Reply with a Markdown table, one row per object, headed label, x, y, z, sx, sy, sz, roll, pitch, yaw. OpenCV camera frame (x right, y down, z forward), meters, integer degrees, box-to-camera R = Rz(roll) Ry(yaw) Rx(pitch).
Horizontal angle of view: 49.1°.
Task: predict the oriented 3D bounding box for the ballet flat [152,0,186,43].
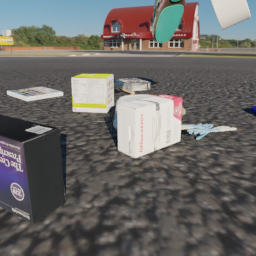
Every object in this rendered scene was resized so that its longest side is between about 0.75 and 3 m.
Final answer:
| label | x | y | z | sx | sy | sz | roll | pitch | yaw |
| --- | --- | --- | --- | --- | --- | --- | --- | --- | --- |
| ballet flat | 0.976 | -3.113 | 6.646 | 0.778 | 2.250 | 0.801 | -16 | 63 | -18 |

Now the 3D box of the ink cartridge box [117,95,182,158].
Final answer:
| label | x | y | z | sx | sy | sz | roll | pitch | yaw |
| --- | --- | --- | --- | --- | --- | --- | --- | --- | --- |
| ink cartridge box | 0.571 | -0.098 | 7.152 | 1.701 | 1.231 | 0.717 | -16 | 24 | -40 |

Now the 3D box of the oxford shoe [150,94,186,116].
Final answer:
| label | x | y | z | sx | sy | sz | roll | pitch | yaw |
| --- | --- | --- | --- | --- | --- | --- | --- | --- | --- |
| oxford shoe | 1.241 | -0.731 | 10.413 | 0.830 | 0.782 | 2.220 | 24 | 2 | -28 |

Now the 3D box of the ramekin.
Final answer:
| label | x | y | z | sx | sy | sz | roll | pitch | yaw |
| --- | --- | --- | --- | --- | --- | --- | --- | --- | --- |
| ramekin | 0.412 | -0.502 | 8.969 | 1.758 | 0.923 | 1.758 | 0 | 18 | 0 |

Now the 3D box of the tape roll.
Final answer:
| label | x | y | z | sx | sy | sz | roll | pitch | yaw |
| --- | --- | --- | --- | --- | --- | --- | --- | --- | --- |
| tape roll | 3.085 | -3.749 | 8.482 | 0.864 | 1.259 | 1.259 | -20 | 7 | 28 |

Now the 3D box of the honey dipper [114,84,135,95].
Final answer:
| label | x | y | z | sx | sy | sz | roll | pitch | yaw |
| --- | --- | --- | --- | --- | --- | --- | --- | --- | --- |
| honey dipper | -0.214 | -2.004 | 14.791 | 0.361 | 0.361 | 1.899 | -10 | 23 | -28 |

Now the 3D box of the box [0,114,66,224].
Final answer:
| label | x | y | z | sx | sy | sz | roll | pitch | yaw |
| --- | --- | --- | --- | --- | --- | --- | --- | --- | --- |
| box | -2.047 | 0.576 | 4.795 | 1.946 | 1.373 | 0.767 | 11 | 24 | 32 |

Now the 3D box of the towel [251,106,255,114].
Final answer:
| label | x | y | z | sx | sy | sz | roll | pitch | yaw |
| --- | --- | --- | --- | --- | --- | --- | --- | --- | --- |
| towel | 5.348 | -0.542 | 9.929 | 1.239 | 0.416 | 1.678 | -1 | 18 | -7 |

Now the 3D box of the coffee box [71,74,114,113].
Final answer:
| label | x | y | z | sx | sy | sz | roll | pitch | yaw |
| --- | --- | --- | --- | --- | --- | --- | --- | --- | --- |
| coffee box | -1.361 | -1.426 | 11.161 | 1.368 | 1.352 | 1.366 | 3 | 18 | 8 |

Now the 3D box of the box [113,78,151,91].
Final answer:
| label | x | y | z | sx | sy | sz | roll | pitch | yaw |
| --- | --- | --- | --- | --- | --- | --- | --- | --- | --- |
| box | 0.176 | -2.490 | 16.010 | 1.524 | 0.465 | 1.924 | -9 | 20 | -27 |

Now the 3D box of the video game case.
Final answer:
| label | x | y | z | sx | sy | sz | roll | pitch | yaw |
| --- | --- | --- | --- | --- | --- | --- | --- | --- | --- |
| video game case | -4.640 | -1.721 | 13.982 | 2.126 | 0.244 | 1.937 | 18 | 25 | 42 |

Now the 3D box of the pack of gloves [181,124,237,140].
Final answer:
| label | x | y | z | sx | sy | sz | roll | pitch | yaw |
| --- | --- | --- | --- | --- | --- | --- | --- | --- | --- |
| pack of gloves | 2.169 | 0.111 | 8.317 | 1.548 | 0.305 | 1.300 | -4 | 9 | -29 |
